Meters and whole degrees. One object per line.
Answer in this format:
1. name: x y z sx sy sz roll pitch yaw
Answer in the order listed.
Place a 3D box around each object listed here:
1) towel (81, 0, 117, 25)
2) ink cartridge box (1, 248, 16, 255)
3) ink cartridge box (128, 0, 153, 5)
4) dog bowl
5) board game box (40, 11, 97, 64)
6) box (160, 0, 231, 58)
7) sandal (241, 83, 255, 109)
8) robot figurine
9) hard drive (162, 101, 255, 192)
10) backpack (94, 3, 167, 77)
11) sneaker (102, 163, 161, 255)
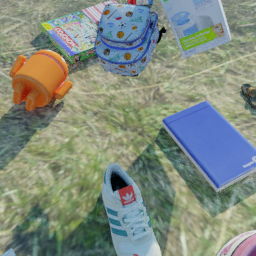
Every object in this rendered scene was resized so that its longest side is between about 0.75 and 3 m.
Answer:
1. towel: -1.073 -5.286 12.869 1.814 0.271 1.327 -26 55 -17
2. ink cartridge box: -2.439 3.794 5.105 1.886 0.587 2.343 -31 52 -23
3. ink cartridge box: 0.601 -6.349 13.631 1.195 0.402 0.695 -4 50 -3
4. dog bowl: 2.868 3.100 4.872 2.815 1.038 2.815 -1 56 2
5. board game box: -2.144 -3.805 11.507 1.882 0.407 2.797 -28 56 -22
6. box: 1.770 -3.495 7.753 1.416 2.518 1.276 -15 32 25
7. sandal: 4.141 -1.121 9.317 0.462 0.309 1.130 -1 50 -1
8. robot figurine: -2.831 -1.636 9.078 1.652 1.340 2.297 4 48 23
9. hard drive: 2.391 0.383 8.041 1.710 0.329 2.591 -22 54 -18
10. backpack: -0.059 -2.271 7.287 1.793 1.381 1.708 10 78 17
11. sneaker: -0.015 1.922 6.189 0.899 1.194 2.555 -15 51 -13
